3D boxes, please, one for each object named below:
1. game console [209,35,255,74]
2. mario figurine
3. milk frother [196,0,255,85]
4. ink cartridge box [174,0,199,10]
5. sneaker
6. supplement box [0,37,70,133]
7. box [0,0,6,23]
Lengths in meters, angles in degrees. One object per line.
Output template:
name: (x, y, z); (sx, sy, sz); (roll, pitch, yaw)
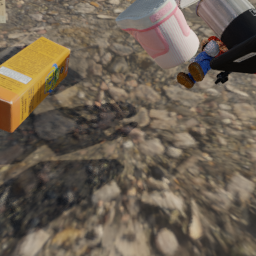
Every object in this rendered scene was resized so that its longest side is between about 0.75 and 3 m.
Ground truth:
game console: (2.709, -1.187, 4.436); (2.138, 2.418, 0.375); (5, 91, -3)
mario figurine: (1.856, -1.805, 6.999); (1.135, 0.975, 1.839); (13, 44, 40)
milk frother: (2.234, -2.094, 6.470); (1.515, 1.678, 1.578); (1, 54, -56)
ink cartridge box: (0.865, -4.776, 7.389); (1.168, 2.069, 2.819); (-34, 62, -29)
sneaker: (0.648, -2.166, 6.404); (1.098, 1.525, 2.916); (-39, 27, 7)
supplement box: (-2.307, -1.126, 6.492); (0.928, 0.898, 2.698); (21, 41, 1)
box: (-4.072, -2.984, 6.685); (1.943, 0.755, 0.923); (-21, 50, -41)
